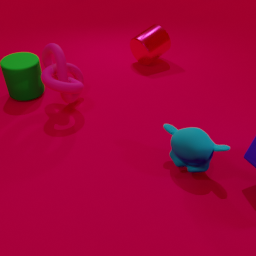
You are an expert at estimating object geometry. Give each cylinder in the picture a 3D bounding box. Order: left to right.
[{"bbox_3d":[-3.668,-1.811,9.831,1.261,1.261,1.261,1,41,-1],"label":"cylinder"},{"bbox_3d":[0.958,-3.580,12.082,1.288,1.288,1.288,-38,49,-18],"label":"cylinder"}]

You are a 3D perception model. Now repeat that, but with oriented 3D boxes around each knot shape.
[{"bbox_3d":[-2.061,-1.592,8.917,0.941,2.037,1.906,-30,31,6],"label":"knot shape"}]

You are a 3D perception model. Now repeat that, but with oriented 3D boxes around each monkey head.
[{"bbox_3d":[1.689,0.453,7.045,1.734,1.045,1.248,22,27,32],"label":"monkey head"}]

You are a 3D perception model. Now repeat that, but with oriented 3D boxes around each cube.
[{"bbox_3d":[3.645,0.544,6.008,1.314,1.314,1.314,15,20,-21],"label":"cube"}]
